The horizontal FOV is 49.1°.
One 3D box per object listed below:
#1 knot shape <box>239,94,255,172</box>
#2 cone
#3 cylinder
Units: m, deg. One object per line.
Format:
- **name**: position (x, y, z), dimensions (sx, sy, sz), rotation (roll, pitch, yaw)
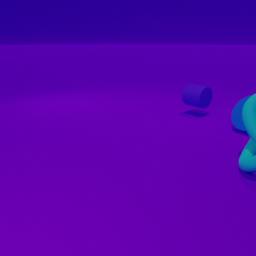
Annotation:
- **knot shape**: position (2.924, 0.136, 5.240), dimensions (0.820, 1.775, 1.661), rotation (22, -2, -33)
- **cone**: position (3.791, -0.231, 8.153), dimensions (1.090, 1.086, 1.086), rotation (26, 0, -37)
- **cylinder**: position (2.363, -1.095, 9.562), dimensions (0.743, 0.743, 0.743), rotation (-14, 23, -36)
